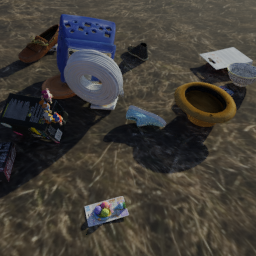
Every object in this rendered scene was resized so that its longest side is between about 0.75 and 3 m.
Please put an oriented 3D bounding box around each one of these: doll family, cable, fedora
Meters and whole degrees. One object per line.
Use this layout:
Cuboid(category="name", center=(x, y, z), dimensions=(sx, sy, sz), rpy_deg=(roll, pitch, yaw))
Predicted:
Cuboid(category="doll family", center=(-2.563, -0.595, 8.948), dimensions=(0.582, 0.801, 1.291), rpy_deg=(-24, 89, -4))
Cuboid(category="cable", center=(-1.387, -1.953, 11.187), dimensions=(2.405, 2.405, 0.833), rpy_deg=(12, 54, 10))
Cuboid(category="fedora", center=(2.968, -0.815, 11.157), dimensions=(2.485, 1.013, 2.485), rpy_deg=(3, 46, -3))

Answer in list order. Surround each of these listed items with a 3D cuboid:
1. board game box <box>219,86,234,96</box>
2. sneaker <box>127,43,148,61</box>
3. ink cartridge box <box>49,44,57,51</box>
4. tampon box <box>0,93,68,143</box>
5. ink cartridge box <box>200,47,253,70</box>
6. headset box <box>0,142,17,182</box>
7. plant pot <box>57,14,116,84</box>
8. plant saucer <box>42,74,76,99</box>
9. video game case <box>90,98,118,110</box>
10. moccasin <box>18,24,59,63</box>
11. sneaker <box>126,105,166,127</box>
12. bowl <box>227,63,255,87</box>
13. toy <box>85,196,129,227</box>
Cuboid(category="board game box", center=(4.158, -1.654, 12.655), dimensions=(0.910, 0.281, 0.909), rpy_deg=(-27, 49, -26))
Cuboid(category="sneaker", center=(0.564, -4.374, 15.303), dimensions=(0.587, 0.834, 1.570), rpy_deg=(-30, 49, -29))
Cuboid(category="ink cartridge box", center=(-4.408, -4.910, 16.302), dimensions=(1.365, 0.296, 1.352), rpy_deg=(-5, 44, -4))
Cuboid(category="tampon box", center=(-3.349, -0.342, 10.096), dimensions=(1.832, 1.373, 1.156), rpy_deg=(10, 71, 12))
Cuboid(category="ink cartridge box", center=(5.061, -3.481, 14.610), dimensions=(2.117, 0.604, 1.721), rpy_deg=(-18, 44, -9))
Cuboid(category="headset box", center=(-4.425, 1.183, 9.235), dimensions=(1.106, 0.574, 1.487), rpy_deg=(-4, 43, -4))
Cuboid(category="plant pot", center=(-1.903, -3.337, 12.732), dimensions=(2.542, 2.542, 2.285), rpy_deg=(3, 46, -16))
Cuboid(category="plant saucer", center=(-3.065, -2.010, 13.051), dimensions=(1.864, 0.301, 1.864), rpy_deg=(0, 42, 0))
Cuboid(category="video game case", center=(-1.016, -1.123, 12.118), dimensions=(1.019, 0.117, 0.927), rpy_deg=(4, 40, 9))
Cuboid(category="moccasin", center=(-4.680, -4.573, 15.094), dimensions=(1.078, 1.138, 2.947), rpy_deg=(39, 65, 19))
Cuboid(category="sneaker", center=(0.670, -0.279, 11.017), dimensions=(1.639, 0.606, 0.672), rpy_deg=(23, 77, 17))
Cuboid(category="bowl", center=(5.356, -2.412, 13.150), dimensions=(1.530, 0.718, 1.530), rpy_deg=(3, 39, -2))
Cuboid(category="toy", center=(-0.634, 2.352, 8.142), dimensions=(1.189, 0.281, 0.684), rpy_deg=(-11, 42, -12))
